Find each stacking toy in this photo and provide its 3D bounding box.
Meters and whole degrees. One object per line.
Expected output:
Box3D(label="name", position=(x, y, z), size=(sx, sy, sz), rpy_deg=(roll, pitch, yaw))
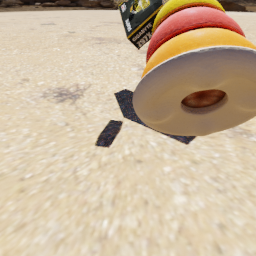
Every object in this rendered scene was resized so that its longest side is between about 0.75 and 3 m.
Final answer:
Box3D(label="stacking toy", position=(0.853, -1.162, 3.712), size=(1.655, 1.655, 2.265), rpy_deg=(-1, 62, -2))

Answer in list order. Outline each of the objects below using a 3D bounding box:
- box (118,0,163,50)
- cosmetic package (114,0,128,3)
Box3D(label="box", position=(0.763, -4.061, 9.180), size=(2.177, 0.673, 2.727), rpy_deg=(-36, 38, 22))
Box3D(label="cosmetic package", position=(-0.295, -4.280, 8.226), size=(0.382, 1.075, 0.565), rpy_deg=(-7, 18, 10))
